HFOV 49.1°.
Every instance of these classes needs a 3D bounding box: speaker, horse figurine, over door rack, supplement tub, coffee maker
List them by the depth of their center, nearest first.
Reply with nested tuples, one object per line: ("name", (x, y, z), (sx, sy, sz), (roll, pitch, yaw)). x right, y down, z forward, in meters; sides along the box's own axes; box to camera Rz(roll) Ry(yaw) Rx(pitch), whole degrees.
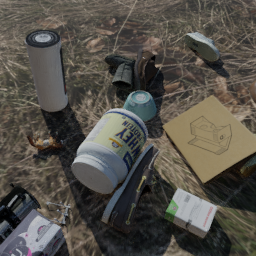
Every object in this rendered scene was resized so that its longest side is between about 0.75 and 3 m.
("coffee maker", (-3.369, 2.389, 7.929), (1.300, 0.911, 1.353), (1, 36, 47))
("over door rack", (-2.124, 2.449, 8.175), (0.764, 0.255, 0.565), (6, 47, 6))
("supplement tub", (-0.543, 0.691, 8.793), (1.685, 1.685, 2.325), (19, 51, 17))
("horse figurine", (-2.929, 0.462, 9.907), (1.226, 0.306, 0.813), (-7, 54, -16))
("speaker", (-2.956, -2.011, 10.414), (1.189, 2.927, 1.189), (3, 46, -3))

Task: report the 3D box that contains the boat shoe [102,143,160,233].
("boat shoe", (0.318, 1.710, 8.362), (0.855, 1.033, 2.874), (27, 56, 14))

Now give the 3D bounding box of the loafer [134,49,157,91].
("loafer", (0.799, -2.613, 12.232), (0.956, 0.984, 2.694), (5, 49, 5))

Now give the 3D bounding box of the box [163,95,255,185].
("box", (2.764, 0.291, 9.518), (2.220, 0.289, 2.716), (-32, 50, 2))

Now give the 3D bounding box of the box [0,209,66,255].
("box", (-2.504, 3.093, 7.155), (1.024, 0.889, 1.550), (25, 52, 21))

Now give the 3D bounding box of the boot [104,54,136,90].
("boot", (-0.453, -2.497, 12.470), (1.628, 0.650, 1.791), (8, 55, 10))

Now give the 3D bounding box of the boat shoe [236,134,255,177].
("boat shoe", (4.533, 0.518, 9.413), (2.730, 0.999, 0.885), (-32, 60, -25))

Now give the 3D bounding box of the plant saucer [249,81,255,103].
("plant saucer", (6.354, -1.450, 11.614), (2.455, 0.394, 2.455), (0, 49, -1))

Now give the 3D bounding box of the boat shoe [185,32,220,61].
("boat shoe", (3.772, -4.086, 13.678), (0.840, 0.823, 2.358), (-26, 50, -16))

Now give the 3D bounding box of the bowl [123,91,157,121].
("bowl", (0.465, -0.955, 10.945), (1.339, 0.700, 1.339), (-1, 48, 1))

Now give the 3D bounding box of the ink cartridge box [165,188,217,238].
("ink cartridge box", (1.791, 2.424, 8.013), (1.216, 0.513, 0.888), (24, 52, 20))
